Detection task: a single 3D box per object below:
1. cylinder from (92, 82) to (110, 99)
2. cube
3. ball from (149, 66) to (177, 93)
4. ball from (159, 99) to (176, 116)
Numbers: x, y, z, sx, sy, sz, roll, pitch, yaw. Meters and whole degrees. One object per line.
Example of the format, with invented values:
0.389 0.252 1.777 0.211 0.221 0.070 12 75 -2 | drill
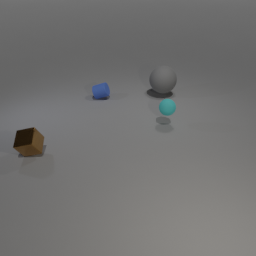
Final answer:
-1.369 -1.900 14.268 0.700 0.700 0.700 -13 25 17 | cylinder
-3.405 0.487 9.662 0.700 0.700 0.700 -10 56 12 | cube
1.800 -2.485 14.402 1.400 1.400 1.400 0 28 0 | ball
1.625 -0.853 11.556 0.700 0.700 0.700 0 28 0 | ball
